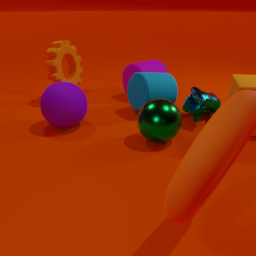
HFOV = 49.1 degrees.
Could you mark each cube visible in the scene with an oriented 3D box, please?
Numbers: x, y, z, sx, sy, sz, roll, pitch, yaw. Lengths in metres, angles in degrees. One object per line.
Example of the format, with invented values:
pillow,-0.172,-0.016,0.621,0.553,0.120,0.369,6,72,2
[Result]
cube,3.490,-0.634,7.590,1.328,1.328,1.328,4,25,10

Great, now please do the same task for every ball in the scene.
ball,-1.750,-0.630,7.690,1.271,1.271,1.271,0,25,0
ball,0.774,-0.178,6.915,1.101,1.101,1.101,0,25,0

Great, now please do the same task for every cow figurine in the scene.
cow figurine,2.209,-0.663,8.196,1.435,0.787,1.412,12,27,-21

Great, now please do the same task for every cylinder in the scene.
cylinder,0.634,-1.779,10.185,1.238,1.238,1.238,-20,31,-38
cylinder,0.749,-1.137,8.726,1.152,1.152,1.152,-5,24,-32

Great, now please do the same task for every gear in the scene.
gear,-2.166,-2.098,9.698,0.325,1.756,1.756,1,23,22

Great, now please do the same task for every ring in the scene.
ring,1.088,0.375,3.512,0.374,1.870,1.870,34,38,23
